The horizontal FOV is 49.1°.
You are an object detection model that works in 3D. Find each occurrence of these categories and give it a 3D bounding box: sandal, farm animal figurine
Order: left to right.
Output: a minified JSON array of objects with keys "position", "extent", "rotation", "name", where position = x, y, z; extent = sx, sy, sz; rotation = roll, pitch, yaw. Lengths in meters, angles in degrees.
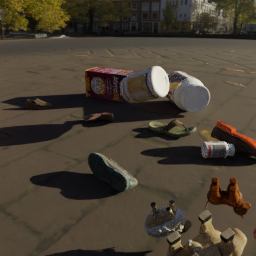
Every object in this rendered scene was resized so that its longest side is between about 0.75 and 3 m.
[{"position":[1.424,-0.053,9.268],"extent":[1.629,0.465,0.647],"rotation":[11,25,24],"name":"sandal"},{"position":[1.446,1.834,4.092],"extent":[2.037,1.074,2.059],"rotation":[-16,32,-6],"name":"farm animal figurine"}]

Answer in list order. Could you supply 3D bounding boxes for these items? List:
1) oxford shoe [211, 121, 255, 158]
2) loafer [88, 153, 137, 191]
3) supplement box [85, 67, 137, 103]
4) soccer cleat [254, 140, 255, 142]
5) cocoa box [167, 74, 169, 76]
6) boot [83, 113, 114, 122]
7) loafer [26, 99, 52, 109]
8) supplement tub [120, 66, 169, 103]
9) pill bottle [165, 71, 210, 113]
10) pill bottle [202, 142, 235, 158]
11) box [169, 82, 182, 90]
[{"position":[3.155,0.477,7.998],"extent":[0.612,0.623,1.719],"rotation":[7,27,-49],"name":"oxford shoe"},{"position":[-0.396,1.048,6.706],"extent":[0.466,0.532,1.480],"rotation":[5,19,-46],"name":"loafer"},{"position":[-0.776,-2.012,12.943],"extent":[2.335,1.288,1.000],"rotation":[12,26,28],"name":"supplement box"},{"position":[3.731,0.446,8.128],"extent":[0.963,0.410,0.331],"rotation":[11,25,24],"name":"soccer cleat"},{"position":[1.813,-2.699,15.500],"extent":[0.636,0.626,0.954],"rotation":[-12,25,-27],"name":"cocoa box"},{"position":[-1.093,-0.353,10.173],"extent":[1.025,0.329,0.956],"rotation":[-5,10,-20],"name":"boot"},{"position":[-3.755,-1.018,11.714],"extent":[1.105,0.392,0.404],"rotation":[0,22,-1],"name":"loafer"},{"position":[0.548,-1.441,9.544],"extent":[1.448,1.047,1.047],"rotation":[-7,12,43],"name":"supplement tub"},{"position":[2.373,-1.506,11.624],"extent":[1.361,1.361,2.339],"rotation":[-4,22,-9],"name":"pill bottle"},{"position":[2.477,0.600,7.705],"extent":[0.808,0.447,0.447],"rotation":[0,22,-2],"name":"pill bottle"},{"position":[1.504,-1.523,10.252],"extent":[0.754,0.080,0.616],"rotation":[0,28,32],"name":"box"}]
